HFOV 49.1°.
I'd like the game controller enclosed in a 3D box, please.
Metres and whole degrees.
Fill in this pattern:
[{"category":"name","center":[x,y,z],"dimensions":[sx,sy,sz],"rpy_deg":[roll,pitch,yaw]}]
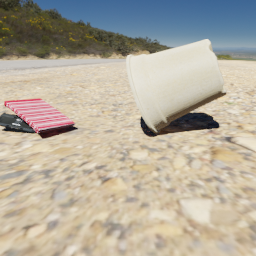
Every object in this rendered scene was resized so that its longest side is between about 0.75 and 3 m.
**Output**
[{"category":"game controller","center":[-3.270,-0.142,8.452],"dimensions":[1.351,0.285,0.705],"rpy_deg":[12,34,0]}]

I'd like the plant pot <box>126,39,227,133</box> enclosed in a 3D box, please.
[{"category":"plant pot","center":[1.430,-1.310,7.809],"dimensions":[2.189,2.391,2.391],"rpy_deg":[-19,11,18]}]

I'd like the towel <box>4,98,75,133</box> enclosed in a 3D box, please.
[{"category":"towel","center":[-2.652,-0.421,8.375],"dimensions":[1.856,0.209,1.342],"rpy_deg":[32,27,30]}]
